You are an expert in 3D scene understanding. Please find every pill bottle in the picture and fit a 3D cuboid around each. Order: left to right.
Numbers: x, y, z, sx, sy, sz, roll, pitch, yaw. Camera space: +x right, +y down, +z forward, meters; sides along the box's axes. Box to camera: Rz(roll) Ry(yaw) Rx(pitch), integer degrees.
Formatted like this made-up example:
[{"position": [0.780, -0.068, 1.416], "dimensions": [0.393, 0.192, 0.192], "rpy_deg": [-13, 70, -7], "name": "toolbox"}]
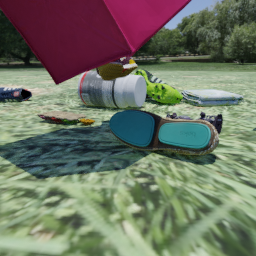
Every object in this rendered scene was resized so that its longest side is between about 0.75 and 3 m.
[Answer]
[{"position": [-0.564, -1.392, 10.132], "dimensions": [2.257, 1.285, 1.285], "rpy_deg": [7, 15, 25], "name": "pill bottle"}]

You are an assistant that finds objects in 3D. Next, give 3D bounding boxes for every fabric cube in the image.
[{"position": [-0.615, -2.476, 4.955], "dimensions": [2.264, 2.307, 2.300], "rpy_deg": [-7, 34, 45], "name": "fabric cube"}]

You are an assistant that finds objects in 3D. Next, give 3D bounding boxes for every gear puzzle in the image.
[{"position": [-1.625, -0.249, 7.758], "dimensions": [1.642, 0.215, 0.850], "rpy_deg": [9, 14, 22], "name": "gear puzzle"}]

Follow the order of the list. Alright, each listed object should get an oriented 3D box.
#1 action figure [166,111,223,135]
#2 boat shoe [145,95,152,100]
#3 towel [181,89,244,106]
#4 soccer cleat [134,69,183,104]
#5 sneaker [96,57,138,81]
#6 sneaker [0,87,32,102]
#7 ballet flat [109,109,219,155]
[{"position": [1.451, -0.121, 6.447], "dimensions": [1.064, 0.567, 1.635], "rpy_deg": [-10, 13, -17], "name": "action figure"}, {"position": [0.625, -1.394, 12.146], "dimensions": [0.896, 0.324, 0.324], "rpy_deg": [-5, 14, -18], "name": "boat shoe"}, {"position": [3.274, -1.199, 11.129], "dimensions": [1.938, 0.467, 1.659], "rpy_deg": [-4, 17, -15], "name": "towel"}, {"position": [1.130, -1.667, 11.679], "dimensions": [1.153, 0.961, 2.845], "rpy_deg": [14, 19, -35], "name": "soccer cleat"}, {"position": [-0.408, -1.695, 7.111], "dimensions": [0.643, 0.773, 1.715], "rpy_deg": [-37, -7, 25], "name": "sneaker"}, {"position": [-4.724, -1.375, 11.397], "dimensions": [0.720, 0.639, 1.703], "rpy_deg": [8, 15, 44], "name": "sneaker"}, {"position": [0.650, 0.137, 5.374], "dimensions": [2.264, 0.798, 0.739], "rpy_deg": [14, -7, 37], "name": "ballet flat"}]
